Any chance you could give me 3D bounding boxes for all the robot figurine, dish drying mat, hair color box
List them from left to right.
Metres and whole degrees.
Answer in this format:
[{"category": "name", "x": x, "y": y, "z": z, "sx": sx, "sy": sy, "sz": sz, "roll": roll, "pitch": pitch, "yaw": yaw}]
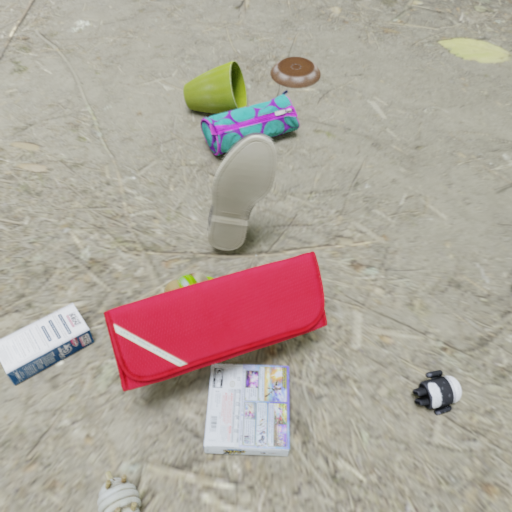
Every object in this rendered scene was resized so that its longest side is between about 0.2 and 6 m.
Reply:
[{"category": "hair color box", "x": -3.695, "y": 1.523, "z": 9.782, "sx": 1.491, "sy": 0.451, "sz": 0.746, "roll": -29, "pitch": 56, "yaw": -22}, {"category": "dish drying mat", "x": -0.489, "y": 0.973, "z": 8.608, "sx": 3.432, "sy": 1.318, "sz": 0.312, "roll": -15, "pitch": 11, "yaw": -19}, {"category": "robot figurine", "x": 2.970, "y": 2.239, "z": 9.181, "sx": 0.766, "sy": 0.575, "sz": 0.478, "roll": -12, "pitch": 34, "yaw": -9}]

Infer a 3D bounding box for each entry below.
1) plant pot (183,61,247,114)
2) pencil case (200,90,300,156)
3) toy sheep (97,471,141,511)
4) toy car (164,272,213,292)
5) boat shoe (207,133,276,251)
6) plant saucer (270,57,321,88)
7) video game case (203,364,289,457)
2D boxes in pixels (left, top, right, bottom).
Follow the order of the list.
[{"category": "plant pot", "x": -1.081, "y": -4.135, "z": 14.172, "sx": 1.383, "sy": 1.294, "sz": 1.294, "roll": -5, "pitch": 48, "yaw": 17}, {"category": "pencil case", "x": -0.136, "y": -3.141, "z": 13.336, "sx": 2.267, "sy": 1.047, "sz": 0.964, "roll": -21, "pitch": 95, "yaw": -15}, {"category": "toy sheep", "x": -1.965, "y": 3.499, "z": 8.006, "sx": 0.658, "sy": 0.658, "sz": 0.955, "roll": -18, "pitch": 49, "yaw": -15}, {"category": "toy car", "x": -1.322, "y": 0.745, "z": 9.787, "sx": 1.045, "sy": 0.858, "sz": 0.824, "roll": -9, "pitch": 82, "yaw": 24}, {"category": "boat shoe", "x": -0.337, "y": -1.288, "z": 10.403, "sx": 1.018, "sy": 2.802, "sz": 0.879, "roll": 12, "pitch": 48, "yaw": -10}, {"category": "plant saucer", "x": 1.100, "y": -5.151, "z": 15.539, "sx": 1.412, "sy": 0.258, "sz": 1.412, "roll": 1, "pitch": 50, "yaw": -1}, {"category": "video game case", "x": -0.125, "y": 2.468, "z": 9.065, "sx": 1.318, "sy": 0.330, "sz": 1.454, "roll": 2, "pitch": 50, "yaw": 1}]
